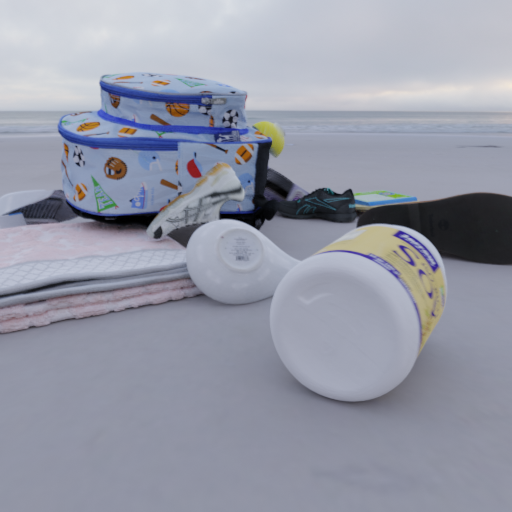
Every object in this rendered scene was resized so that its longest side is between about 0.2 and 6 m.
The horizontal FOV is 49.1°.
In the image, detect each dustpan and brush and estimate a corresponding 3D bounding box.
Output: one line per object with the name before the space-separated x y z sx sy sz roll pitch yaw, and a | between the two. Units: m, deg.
dustpan and brush | -4.936 -0.782 11.396 2.604 0.745 1.818 -2 -7 3

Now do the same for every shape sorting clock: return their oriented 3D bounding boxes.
shape sorting clock | 2.975 -1.301 13.961 2.105 0.413 2.105 -1 16 0

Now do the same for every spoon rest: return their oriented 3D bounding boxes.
spoon rest | 0.279 0.117 7.989 2.576 1.280 0.781 4 -26 -13

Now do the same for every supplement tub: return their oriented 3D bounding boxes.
supplement tub | 1.148 0.458 5.750 1.415 1.415 1.947 8 18 27

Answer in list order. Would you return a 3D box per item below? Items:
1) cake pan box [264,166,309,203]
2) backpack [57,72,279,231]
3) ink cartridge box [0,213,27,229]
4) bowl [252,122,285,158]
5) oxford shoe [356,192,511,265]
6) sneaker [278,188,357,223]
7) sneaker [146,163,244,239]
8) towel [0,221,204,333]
cake pan box | 0.033 -1.913 14.187 1.979 0.562 2.148 26 -2 -31
backpack | -1.837 -1.947 10.535 3.614 2.923 3.795 -12 20 -21
ink cartridge box | -4.793 -0.434 10.297 0.917 0.387 0.669 -20 5 23
bowl | 0.341 -2.527 11.749 0.452 0.840 0.840 -38 20 0
oxford shoe | 3.616 -0.579 10.050 3.406 1.215 1.214 5 12 23
sneaker | 1.416 -1.243 13.151 1.947 0.772 0.734 5 18 22
sneaker | -0.944 -0.695 8.914 1.721 0.754 0.651 -36 17 10
towel | -3.013 0.089 8.609 3.929 0.633 3.753 -9 17 -31
